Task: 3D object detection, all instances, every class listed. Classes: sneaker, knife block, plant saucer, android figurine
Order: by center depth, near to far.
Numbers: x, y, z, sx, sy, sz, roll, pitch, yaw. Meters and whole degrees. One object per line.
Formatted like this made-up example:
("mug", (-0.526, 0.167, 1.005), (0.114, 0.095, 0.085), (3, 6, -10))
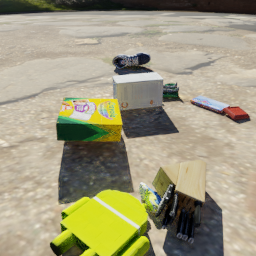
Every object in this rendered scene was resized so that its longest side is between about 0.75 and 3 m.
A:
("android figurine", (-0.530, 2.354, 6.724), (2.254, 0.509, 2.477), (23, 34, 32))
("knife block", (1.648, 1.857, 7.362), (2.275, 0.728, 1.997), (-3, 40, -34))
("sneaker", (0.696, 1.914, 7.793), (0.539, 0.388, 1.026), (-1, 36, -25))
("plant saucer", (4.838, -0.715, 12.509), (0.903, 0.166, 0.904), (-6, 36, -19))
("sneaker", (0.178, -4.471, 18.633), (2.526, 0.885, 1.370), (3, 24, 19))

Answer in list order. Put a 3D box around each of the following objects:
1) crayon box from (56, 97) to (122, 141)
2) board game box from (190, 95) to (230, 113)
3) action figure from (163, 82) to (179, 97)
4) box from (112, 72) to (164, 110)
("crayon box", (-1.423, -0.402, 10.560), (2.204, 0.745, 2.555), (0, 26, -7))
("board game box", (3.932, -1.158, 13.463), (0.855, 0.162, 1.662), (-23, 37, -37))
("action figure", (1.456, -1.975, 14.507), (2.291, 0.627, 1.353), (-6, 37, -2))
("box", (0.449, -1.747, 13.270), (2.210, 1.375, 1.077), (-7, 30, -12))
